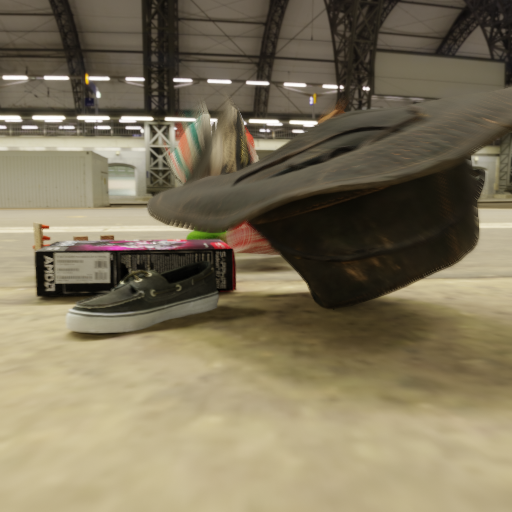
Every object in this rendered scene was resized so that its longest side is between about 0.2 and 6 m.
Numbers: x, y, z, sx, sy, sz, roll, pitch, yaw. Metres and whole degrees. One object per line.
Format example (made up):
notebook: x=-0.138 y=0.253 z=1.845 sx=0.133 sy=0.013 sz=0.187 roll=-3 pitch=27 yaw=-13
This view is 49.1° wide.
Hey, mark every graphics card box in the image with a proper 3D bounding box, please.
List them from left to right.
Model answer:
graphics card box: x=-1.351 y=0.106 z=6.503 sx=2.110 sy=0.537 sz=1.324 roll=-2 pitch=7 yaw=-9

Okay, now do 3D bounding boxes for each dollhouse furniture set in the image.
dollhouse furniture set: x=-2.285 y=-0.113 z=7.662 sx=1.369 sy=0.713 sz=1.384 roll=-4 pitch=7 yaw=-32

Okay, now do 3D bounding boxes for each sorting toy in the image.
sorting toy: x=-0.558 y=-0.759 z=12.754 sx=2.200 sy=0.903 sz=1.322 roll=-3 pitch=7 yaw=-24

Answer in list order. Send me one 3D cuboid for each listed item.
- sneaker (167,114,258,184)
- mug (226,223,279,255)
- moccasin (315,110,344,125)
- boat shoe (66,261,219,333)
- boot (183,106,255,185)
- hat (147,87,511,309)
sneaker: x=-0.285 y=-1.539 z=11.239 sx=3.187 sy=1.490 sz=1.122 roll=40 pitch=36 yaw=7
mug: x=0.031 y=-0.364 z=8.365 sx=0.960 sy=0.640 sz=0.852 roll=-2 pitch=37 yaw=-41
moccasin: x=1.581 y=-1.440 z=10.635 sx=1.063 sy=2.906 sz=1.122 roll=13 pitch=-26 yaw=-16
boat shoe: x=-0.932 y=0.327 z=4.823 sx=0.541 sy=0.446 sz=1.576 roll=5 pitch=8 yaw=37
boot: x=-0.054 y=-1.382 z=9.868 sx=2.152 sy=1.046 sz=2.858 roll=34 pitch=28 yaw=-17
hat: x=0.979 y=-0.442 z=5.462 sx=3.954 sy=1.595 sz=3.954 roll=-20 pitch=16 yaw=6
